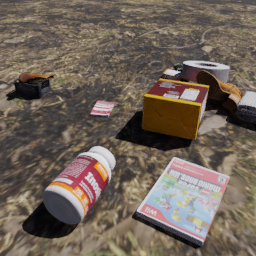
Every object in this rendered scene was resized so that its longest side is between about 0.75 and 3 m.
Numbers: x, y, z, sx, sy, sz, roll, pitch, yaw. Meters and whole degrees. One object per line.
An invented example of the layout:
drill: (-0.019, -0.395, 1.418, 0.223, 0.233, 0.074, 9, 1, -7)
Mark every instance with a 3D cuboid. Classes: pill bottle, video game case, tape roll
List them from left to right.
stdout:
pill bottle: (-1.288, 1.526, 8.096, 1.265, 1.265, 2.239, 15, 37, 20)
video game case: (1.719, 1.989, 8.339, 1.921, 0.234, 2.687, 18, 39, 25)
tape roll: (3.999, -2.924, 14.597, 2.367, 0.782, 2.367, 3, 22, -1)

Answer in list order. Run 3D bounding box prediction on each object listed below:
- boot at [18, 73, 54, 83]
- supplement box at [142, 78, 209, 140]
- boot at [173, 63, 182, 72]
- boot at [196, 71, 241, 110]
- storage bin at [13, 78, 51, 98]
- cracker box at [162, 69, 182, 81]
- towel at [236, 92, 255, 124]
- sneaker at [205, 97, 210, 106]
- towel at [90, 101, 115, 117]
boot: (-4.401, -2.357, 13.409, 1.297, 0.444, 1.221, 9, 17, 18)
supplement box: (1.917, -0.843, 11.191, 2.129, 1.433, 2.159, 12, 31, 19)
boot: (3.245, -3.433, 16.068, 1.221, 0.441, 0.922, -7, 35, -8)
boot: (4.242, -1.892, 12.975, 2.362, 0.870, 1.827, 46, 37, 2)
storage bin: (-4.723, -2.087, 13.879, 1.523, 0.714, 1.029, 11, 36, 17)
cracker box: (2.483, -2.925, 15.471, 0.981, 0.283, 0.657, 18, 38, 25)
towel: (5.741, -0.783, 11.915, 1.918, 0.821, 1.588, 19, 37, 28)
sneaker: (3.037, -1.668, 13.260, 1.969, 0.726, 0.854, 27, 38, 31)
towel: (-1.145, -0.882, 12.625, 0.866, 0.137, 1.202, 5, 35, 9)
